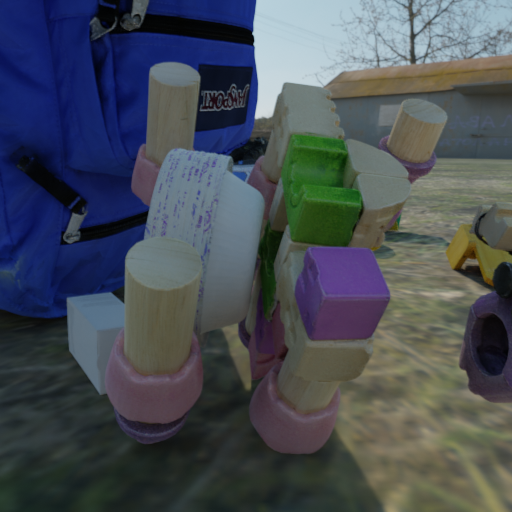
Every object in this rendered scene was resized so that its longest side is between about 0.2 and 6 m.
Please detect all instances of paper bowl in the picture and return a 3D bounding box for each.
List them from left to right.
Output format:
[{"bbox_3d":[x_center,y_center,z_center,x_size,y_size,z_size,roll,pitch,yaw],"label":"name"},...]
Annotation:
[{"bbox_3d":[-0.316,-0.034,3.682,0.658,1.264,1.264,9,13,1],"label":"paper bowl"}]

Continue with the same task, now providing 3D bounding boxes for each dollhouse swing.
[{"bbox_3d":[3.419,0.175,7.623,1.247,1.096,1.133,0,-29,1],"label":"dollhouse swing"}]

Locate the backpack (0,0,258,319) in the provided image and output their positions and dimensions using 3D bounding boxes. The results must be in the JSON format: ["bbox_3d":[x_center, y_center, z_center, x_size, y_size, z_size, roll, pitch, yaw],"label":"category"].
[{"bbox_3d":[-2.271,-1.942,5.909,4.324,5.152,4.187,13,21,26],"label":"backpack"}]

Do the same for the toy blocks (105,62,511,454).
[{"bbox_3d":[0.330,0.253,4.016,2.565,2.159,2.397,4,43,-10],"label":"toy blocks"}]

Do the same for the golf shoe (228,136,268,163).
[{"bbox_3d":[-0.677,-1.586,13.699,1.330,1.616,3.421,21,46,26],"label":"golf shoe"}]

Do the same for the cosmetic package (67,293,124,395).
[{"bbox_3d":[-1.233,0.678,4.575,0.417,0.529,0.984,-5,15,-31],"label":"cosmetic package"}]

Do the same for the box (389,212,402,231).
[{"bbox_3d":[1.882,-1.287,11.786,2.377,0.575,1.394,4,56,25],"label":"box"}]

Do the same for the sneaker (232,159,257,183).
[{"bbox_3d":[0.269,-1.140,11.124,3.378,1.279,1.301,-12,43,19],"label":"sneaker"}]
